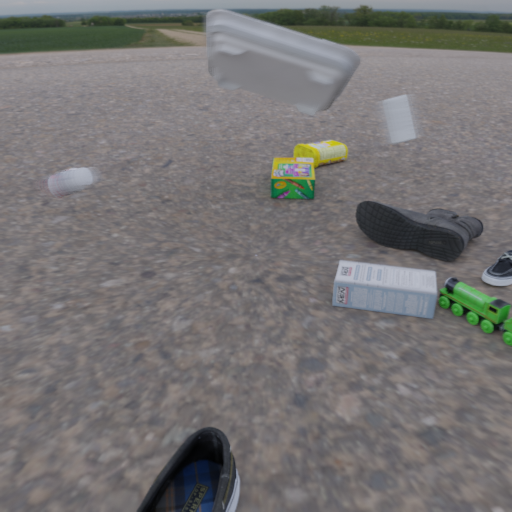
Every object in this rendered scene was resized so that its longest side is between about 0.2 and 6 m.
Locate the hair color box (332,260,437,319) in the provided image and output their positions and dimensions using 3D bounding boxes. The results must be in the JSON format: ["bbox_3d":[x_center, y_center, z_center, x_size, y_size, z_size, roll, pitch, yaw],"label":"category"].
[{"bbox_3d":[2.307,0.584,10.095,1.751,0.531,0.867,7,27,12],"label":"hair color box"}]

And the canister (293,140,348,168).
[{"bbox_3d":[2.051,-3.234,17.653,1.408,0.609,1.046,-16,31,-31],"label":"canister"}]

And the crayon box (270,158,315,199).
[{"bbox_3d":[1.018,-2.186,15.570,1.173,0.575,1.975,2,27,4],"label":"crayon box"}]

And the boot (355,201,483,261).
[{"bbox_3d":[3.609,-0.697,12.505,2.521,0.880,1.659,27,33,24],"label":"boot"}]

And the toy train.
[{"bbox_3d":[3.886,0.948,9.321,0.426,0.576,2.043,-16,31,-29],"label":"toy train"}]

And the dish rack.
[{"bbox_3d":[0.408,-4.078,12.396,3.296,0.718,2.829,17,-5,-3],"label":"dish rack"}]

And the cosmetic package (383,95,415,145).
[{"bbox_3d":[3.145,-2.986,12.319,0.492,0.969,0.345,-13,6,9],"label":"cosmetic package"}]

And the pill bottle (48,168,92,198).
[{"bbox_3d":[-3.363,-1.350,10.167,0.716,0.428,0.428,-14,21,21],"label":"pill bottle"}]

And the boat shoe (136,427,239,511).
[{"bbox_3d":[-0.868,2.782,5.190,1.039,0.984,2.971,10,28,19],"label":"boat shoe"}]

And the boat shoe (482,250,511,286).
[{"bbox_3d":[4.991,0.141,10.987,1.541,0.522,0.553,-18,32,-32],"label":"boat shoe"}]
